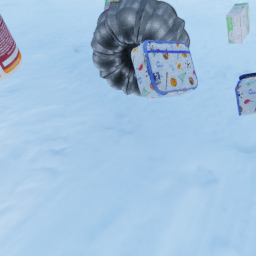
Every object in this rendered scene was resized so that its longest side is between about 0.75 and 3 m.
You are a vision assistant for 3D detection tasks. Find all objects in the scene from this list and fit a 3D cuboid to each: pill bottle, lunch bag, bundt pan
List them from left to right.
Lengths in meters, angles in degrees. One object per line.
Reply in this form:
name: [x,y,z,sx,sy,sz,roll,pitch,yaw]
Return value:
pill bottle: [-3.514,-2.295,6.459,1.327,2.350,1.327,-4,52,5]
bundt pan: [0.198,-1.712,6.404,2.377,2.377,0.892,8,39,11]
lunch bag: [0.602,-0.977,4.545,1.173,0.940,0.443,-11,-2,-40]
lunch bag: [2.200,-0.619,4.540,0.794,0.579,0.934,-4,19,30]

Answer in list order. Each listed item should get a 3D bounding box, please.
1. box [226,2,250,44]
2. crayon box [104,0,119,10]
box: [2.976,-2.799,7.530,0.400,0.828,0.731,13,52,37]
crayon box: [-0.038,-3.708,7.378,0.392,1.343,1.159,41,54,20]
